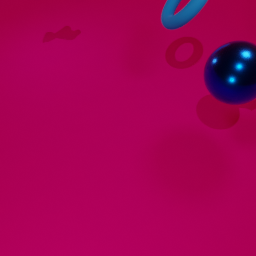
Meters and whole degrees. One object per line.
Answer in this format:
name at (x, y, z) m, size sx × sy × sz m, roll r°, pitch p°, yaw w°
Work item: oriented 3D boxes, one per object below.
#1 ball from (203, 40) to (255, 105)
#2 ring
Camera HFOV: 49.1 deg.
ball at (2.321, -1.174, 6.016) m, size 1.357 × 1.357 × 1.357 m, roll 0°, pitch 53°, yaw 0°
ring at (1.603, -3.533, 7.699) m, size 0.366 × 1.832 × 1.832 m, roll 29°, pitch 48°, yaw -27°
